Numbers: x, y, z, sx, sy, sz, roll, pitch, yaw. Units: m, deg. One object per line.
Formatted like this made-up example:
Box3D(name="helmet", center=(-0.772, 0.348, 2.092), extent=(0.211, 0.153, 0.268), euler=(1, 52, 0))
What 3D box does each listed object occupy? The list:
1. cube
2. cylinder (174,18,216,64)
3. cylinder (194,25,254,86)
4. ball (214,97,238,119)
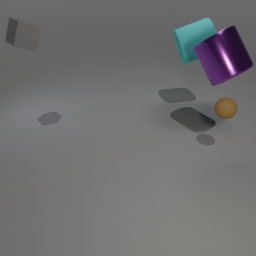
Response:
Box3D(name="cube", center=(-3.080, -2.756, 8.226), extent=(0.700, 0.700, 0.700), euler=(0, 24, -45))
Box3D(name="cylinder", center=(2.694, -3.443, 11.156), extent=(1.400, 1.400, 1.400), euler=(-18, 31, 8))
Box3D(name="cylinder", center=(3.034, -2.277, 8.944), extent=(1.400, 1.400, 1.400), euler=(-28, 3, 2))
Box3D(name="ball", center=(3.125, -0.627, 8.945), extent=(0.700, 0.700, 0.700), euler=(0, 32, 0))
